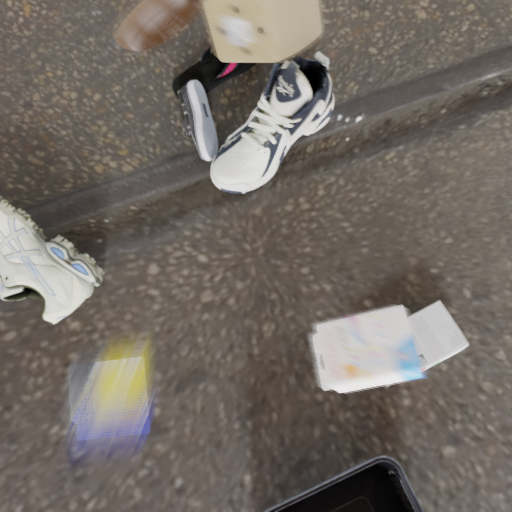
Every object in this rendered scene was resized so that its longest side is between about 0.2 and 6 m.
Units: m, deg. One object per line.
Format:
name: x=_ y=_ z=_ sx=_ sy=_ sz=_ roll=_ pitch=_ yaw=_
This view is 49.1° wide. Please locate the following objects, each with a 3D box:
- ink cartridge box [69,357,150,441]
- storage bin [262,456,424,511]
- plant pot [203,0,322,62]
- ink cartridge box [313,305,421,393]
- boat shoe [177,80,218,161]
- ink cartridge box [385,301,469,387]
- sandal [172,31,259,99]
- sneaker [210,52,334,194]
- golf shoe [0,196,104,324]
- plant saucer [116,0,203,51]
ink cartridge box: x=-1.480 y=1.437 z=5.631 sx=0.753 sy=0.179 sz=0.762 roll=-7 pitch=80 yaw=0
storage bin: x=1.271 y=4.173 z=8.305 sx=2.357 sy=1.105 sz=1.593 roll=-22 pitch=69 yaw=-9
plant pot: x=0.022 y=-4.281 z=9.757 sx=1.717 sy=1.715 sz=1.520 roll=8 pitch=51 yaw=23
ink cartridge box: x=1.278 y=1.156 z=6.693 sx=1.192 sy=0.746 sz=0.766 roll=-15 pitch=68 yaw=12
boat shoe: x=-1.280 y=-2.744 z=11.594 sx=0.600 sy=0.634 sz=1.812 roll=-19 pitch=79 yaw=25
ink cartridge box: x=2.732 y=1.571 z=9.804 sx=1.669 sy=0.420 sz=0.909 roll=-25 pitch=69 yaw=-9
sandal: x=-0.790 y=-4.268 z=12.252 sx=2.470 sy=0.557 sz=0.928 roll=-42 pitch=73 yaw=-16
sneaker: x=0.333 y=-2.716 z=10.752 sx=3.189 sy=2.075 sz=1.273 roll=-36 pitch=70 yaw=-14
golf shoe: x=-4.348 y=0.001 z=10.118 sx=3.089 sy=1.209 sz=1.502 roll=32 pitch=76 yaw=14
plant saucer: x=-1.572 y=-4.096 z=9.621 sx=1.851 sy=1.851 sz=0.297 roll=-37 pitch=98 yaw=-15
